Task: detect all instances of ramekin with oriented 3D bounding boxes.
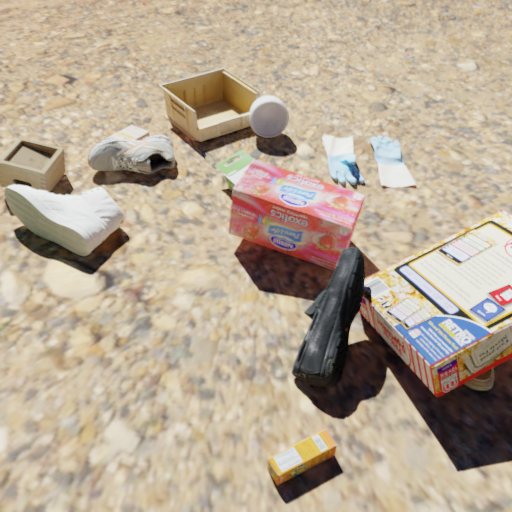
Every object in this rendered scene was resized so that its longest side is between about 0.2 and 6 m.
[{"bbox_3d":[0.317,-3.771,15.005,1.058,1.058,0.555,-6,42,-7],"label":"ramekin"}]

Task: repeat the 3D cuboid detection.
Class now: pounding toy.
[{"bbox_3d":[-5.425,-2.086,13.359,1.428,1.015,1.315,14,43,0],"label":"pounding toy"}]

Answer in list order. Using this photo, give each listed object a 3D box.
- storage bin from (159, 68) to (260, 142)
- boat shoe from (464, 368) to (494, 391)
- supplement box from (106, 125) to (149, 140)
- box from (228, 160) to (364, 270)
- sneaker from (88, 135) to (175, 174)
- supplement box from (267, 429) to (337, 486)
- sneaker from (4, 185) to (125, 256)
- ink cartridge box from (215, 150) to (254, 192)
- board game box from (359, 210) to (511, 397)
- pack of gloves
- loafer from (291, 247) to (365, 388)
[{"bbox_3d":[-1.257,-4.212,15.637,2.088,0.979,2.073,-24,46,-25],"label":"storage bin"},{"bbox_3d":[3.649,1.389,9.461,0.683,0.615,1.892,7,41,7],"label":"boat shoe"},{"bbox_3d":[-3.375,-2.979,14.664,0.660,0.385,1.047,27,48,27],"label":"supplement box"},{"bbox_3d":[0.779,-0.824,11.335,2.441,1.253,1.156,20,46,10],"label":"box"},{"bbox_3d":[-3.011,-2.384,13.714,2.147,0.813,0.987,-14,47,-13],"label":"sneaker"},{"bbox_3d":[0.651,2.868,7.990,0.987,0.328,0.340,-19,46,-20],"label":"supplement box"},{"bbox_3d":[-4.061,-1.027,12.108,2.536,0.934,1.465,29,46,16],"label":"sneaker"},{"bbox_3d":[-0.184,-1.780,13.084,0.831,0.475,1.601,-34,50,-13],"label":"ink cartridge box"},{"bbox_3d":[3.611,0.628,9.332,3.199,0.741,2.423,-26,34,-6],"label":"board game box"},{"bbox_3d":[2.805,-2.569,14.143,2.009,0.472,2.391,-2,41,0],"label":"pack of gloves"},{"bbox_3d":[1.205,0.946,9.304,0.852,0.824,2.428,8,69,30],"label":"loafer"}]
